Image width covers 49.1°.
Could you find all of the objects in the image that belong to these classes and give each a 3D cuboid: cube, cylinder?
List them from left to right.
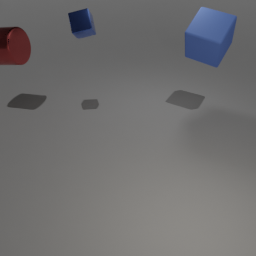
[{"bbox_3d":[-4.736,-3.135,10.783,1.400,1.400,1.400,3,32,16],"label":"cylinder"},{"bbox_3d":[-1.551,-3.540,9.550,0.700,0.700,0.700,-11,2,6],"label":"cube"},{"bbox_3d":[3.102,-3.439,10.665,1.400,1.400,1.400,26,73,22],"label":"cube"}]
